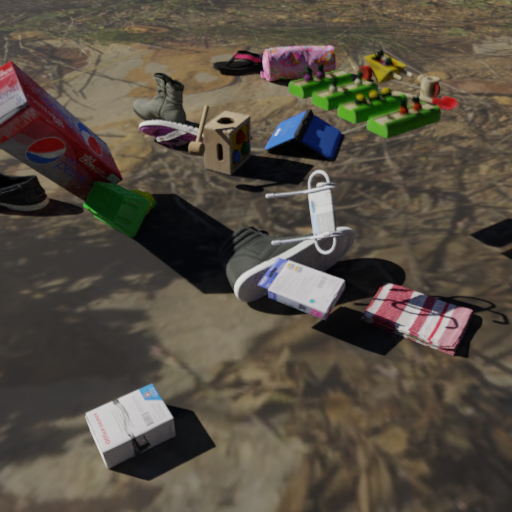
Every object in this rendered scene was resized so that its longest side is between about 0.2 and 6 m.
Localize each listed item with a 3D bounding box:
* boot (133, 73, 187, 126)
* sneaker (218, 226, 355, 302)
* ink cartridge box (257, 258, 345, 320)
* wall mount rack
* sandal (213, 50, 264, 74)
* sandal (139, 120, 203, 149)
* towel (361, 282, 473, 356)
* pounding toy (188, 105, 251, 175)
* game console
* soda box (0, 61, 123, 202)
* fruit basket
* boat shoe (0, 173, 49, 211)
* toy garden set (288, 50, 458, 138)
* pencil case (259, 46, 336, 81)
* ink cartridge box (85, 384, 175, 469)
[{"bbox_3d":[-2.529,-4.208,14.792,2.095,1.368,0.709,30,46,34],"label":"boot"},{"bbox_3d":[0.469,-0.188,9.754,2.504,0.885,1.242,-23,47,-22],"label":"sneaker"},{"bbox_3d":[0.689,0.482,8.578,1.167,0.245,0.697,22,53,22],"label":"ink cartridge box"},{"bbox_3d":[0.764,-0.646,8.716,1.144,1.317,0.491,-8,-3,43],"label":"wall mount rack"},{"bbox_3d":[-0.108,-6.468,18.484,2.692,0.607,1.011,-6,37,-8],"label":"sandal"},{"bbox_3d":[-1.963,-2.889,13.702,2.066,0.840,0.508,11,79,13],"label":"sandal"},{"bbox_3d":[2.558,0.931,8.876,1.497,0.170,1.078,20,40,25],"label":"towel"},{"bbox_3d":[-0.750,-2.596,12.492,0.785,1.507,1.716,16,39,20],"label":"pounding toy"},{"bbox_3d":[1.201,-2.881,14.028,1.416,0.982,1.660,-19,27,30],"label":"game console"},{"bbox_3d":[-3.728,-2.124,10.282,0.974,3.073,1.076,-30,69,6],"label":"soda box"},{"bbox_3d":[-2.559,-0.943,11.041,1.295,0.934,1.295,27,1,0],"label":"fruit basket"},{"bbox_3d":[-5.467,-1.459,11.594,2.290,0.759,0.856,10,38,13],"label":"boat shoe"},{"bbox_3d":[2.150,-2.916,9.550,2.148,0.514,2.577,-22,40,-25],"label":"toy garden set"},{"bbox_3d":[1.331,-6.067,17.668,2.344,1.025,1.025,-8,37,-9],"label":"pencil case"},{"bbox_3d":[-1.582,2.130,7.059,0.925,0.389,0.669,-20,41,-25],"label":"ink cartridge box"}]
